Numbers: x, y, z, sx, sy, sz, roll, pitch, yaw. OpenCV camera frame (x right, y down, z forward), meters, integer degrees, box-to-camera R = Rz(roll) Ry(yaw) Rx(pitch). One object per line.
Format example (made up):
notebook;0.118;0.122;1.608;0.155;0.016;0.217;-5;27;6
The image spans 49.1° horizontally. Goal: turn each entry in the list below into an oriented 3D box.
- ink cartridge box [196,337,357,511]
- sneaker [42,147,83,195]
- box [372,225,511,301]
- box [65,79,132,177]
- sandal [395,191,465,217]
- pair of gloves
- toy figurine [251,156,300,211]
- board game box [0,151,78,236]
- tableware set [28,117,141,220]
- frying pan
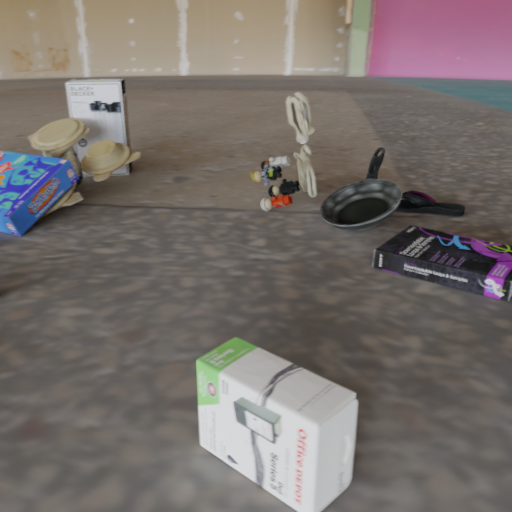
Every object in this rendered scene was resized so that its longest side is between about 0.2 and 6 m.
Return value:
ink cartridge box;0.132;1.361;4.604;1.270;0.924;0.534;19;29;38
sneaker;-4.258;-1.728;12.531;0.865;0.975;2.308;-16;47;0
box;3.023;0.044;8.609;2.029;0.366;1.451;14;26;33
box;-3.900;-3.202;14.015;1.351;2.316;0.696;-1;22;-4
sandal;3.388;-1.106;11.397;1.651;0.395;0.620;6;23;14
pair of gloves;1.054;-2.461;12.238;0.378;2.158;1.835;-11;14;-1
toy figurine;0.371;-1.491;11.437;0.685;0.969;0.985;-10;30;27
board game box;-4.908;-1.292;10.860;2.297;0.517;1.747;10;49;25
tableware set;-4.341;-1.925;12.008;3.356;0.389;2.804;28;58;36
frying pan;1.981;-1.236;10.935;1.531;0.412;2.531;-15;33;12
